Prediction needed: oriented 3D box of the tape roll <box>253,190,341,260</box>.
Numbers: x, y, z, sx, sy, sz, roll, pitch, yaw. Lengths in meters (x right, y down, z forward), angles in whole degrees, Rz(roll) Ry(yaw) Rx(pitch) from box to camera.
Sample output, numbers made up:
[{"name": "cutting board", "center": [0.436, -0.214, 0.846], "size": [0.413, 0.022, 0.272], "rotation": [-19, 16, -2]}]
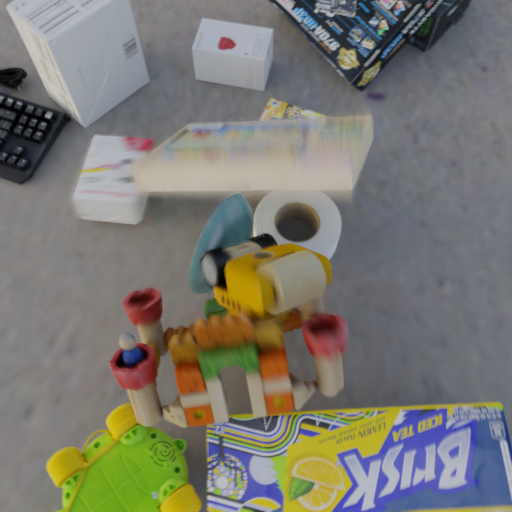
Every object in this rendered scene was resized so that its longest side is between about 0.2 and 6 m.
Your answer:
[{"name": "tape roll", "center": [0.639, -0.432, 8.849], "size": [1.386, 0.485, 1.386], "rotation": [0, 65, 0]}]

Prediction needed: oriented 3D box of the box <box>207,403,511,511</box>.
[{"name": "box", "center": [1.235, 2.627, 7.018], "size": [3.643, 1.171, 1.276], "rotation": [-2, 65, -1]}]

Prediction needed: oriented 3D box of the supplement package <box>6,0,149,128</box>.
[{"name": "supplement package", "center": [-2.891, -3.519, 9.455], "size": [1.110, 2.002, 1.559], "rotation": [42, 72, 17]}]

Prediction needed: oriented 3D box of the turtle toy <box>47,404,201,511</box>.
[{"name": "turtle toy", "center": [-1.767, 3.006, 6.880], "size": [2.223, 1.124, 1.620], "rotation": [-35, 69, -14]}]

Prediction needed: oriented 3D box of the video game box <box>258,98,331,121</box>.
[{"name": "video game box", "center": [0.566, -1.909, 9.613], "size": [1.328, 0.341, 1.458], "rotation": [21, 67, 9]}]

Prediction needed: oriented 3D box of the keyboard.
[{"name": "keyboard", "center": [-5.111, -2.683, 9.945], "size": [3.549, 0.455, 2.131], "rotation": [19, 66, 8]}]

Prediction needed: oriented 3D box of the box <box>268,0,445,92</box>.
[{"name": "box", "center": [1.718, -4.658, 10.140], "size": [2.090, 0.605, 2.629], "rotation": [-47, 68, 22]}]

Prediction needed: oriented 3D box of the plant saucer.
[{"name": "plant saucer", "center": [-0.421, -0.122, 7.617], "size": [0.203, 1.482, 1.482], "rotation": [26, 67, 17]}]

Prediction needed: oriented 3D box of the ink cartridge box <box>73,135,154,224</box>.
[{"name": "ink cartridge box", "center": [-2.262, -1.261, 9.105], "size": [1.010, 0.586, 1.368], "rotation": [5, 56, 2]}]

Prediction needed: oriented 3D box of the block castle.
[{"name": "block castle", "center": [-0.339, 0.939, 7.028], "size": [2.751, 1.291, 1.839], "rotation": [-9, 28, 0]}]

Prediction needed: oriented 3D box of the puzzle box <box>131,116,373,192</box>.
[{"name": "puzzle box", "center": [0.016, -1.547, 8.337], "size": [3.184, 0.405, 2.119], "rotation": [2, 30, 18]}]

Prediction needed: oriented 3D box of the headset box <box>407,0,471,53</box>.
[{"name": "headset box", "center": [3.134, -5.084, 10.804], "size": [1.921, 0.891, 1.672], "rotation": [35, 70, 15]}]

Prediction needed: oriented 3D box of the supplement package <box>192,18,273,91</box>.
[{"name": "supplement package", "center": [-0.414, -3.659, 10.197], "size": [1.320, 0.791, 0.800], "rotation": [10, 65, 5]}]

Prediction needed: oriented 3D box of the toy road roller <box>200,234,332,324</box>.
[{"name": "toy road roller", "center": [0.112, 0.460, 6.626], "size": [0.967, 1.149, 1.573], "rotation": [-19, 22, -30]}]
